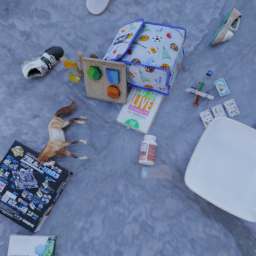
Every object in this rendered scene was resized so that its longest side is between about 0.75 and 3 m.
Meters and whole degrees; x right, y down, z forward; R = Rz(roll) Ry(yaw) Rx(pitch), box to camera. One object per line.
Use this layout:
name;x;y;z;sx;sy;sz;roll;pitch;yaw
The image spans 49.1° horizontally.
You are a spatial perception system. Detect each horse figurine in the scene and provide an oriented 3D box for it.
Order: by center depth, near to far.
horse figurine;-2.089;0.207;9.123;1.523;0.573;2.298;-3;64;-3

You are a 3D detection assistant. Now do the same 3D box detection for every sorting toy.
sorting toy;-1.080;-1.544;9.157;2.158;1.608;0.289;12;44;17

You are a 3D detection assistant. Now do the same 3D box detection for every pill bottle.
pill bottle;0.664;0.715;9.129;0.513;0.513;0.914;10;76;3

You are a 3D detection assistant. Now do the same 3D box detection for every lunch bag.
lunch bag;0.485;-2.469;9.339;2.439;1.510;2.073;16;60;15

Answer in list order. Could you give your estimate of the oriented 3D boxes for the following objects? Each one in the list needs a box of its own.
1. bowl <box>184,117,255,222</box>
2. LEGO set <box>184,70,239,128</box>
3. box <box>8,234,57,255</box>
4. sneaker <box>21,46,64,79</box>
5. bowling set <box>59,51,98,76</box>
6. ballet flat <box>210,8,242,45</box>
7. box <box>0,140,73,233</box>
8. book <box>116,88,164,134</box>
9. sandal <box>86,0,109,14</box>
bowl;3.255;1.261;8.742;2.657;0.992;2.653;28;77;8
LEGO set;2.871;-1.046;9.753;1.340;0.440;1.794;-24;88;-6
box;-2.914;4.177;8.309;1.360;0.342;1.884;2;76;1
sneaker;-2.893;-2.199;9.749;1.645;0.610;0.728;-32;51;0
bowling set;-1.516;-2.333;9.765;1.525;0.819;1.062;27;77;6
ballet flat;3.650;-3.629;10.240;0.599;0.606;1.781;33;79;2
box;-3.210;1.799;8.837;2.156;0.536;2.140;28;77;7
book;0.468;-0.760;9.613;1.129;0.406;1.689;22;77;12
sandal;-0.816;-5.729;10.713;1.109;0.830;2.896;25;98;0
